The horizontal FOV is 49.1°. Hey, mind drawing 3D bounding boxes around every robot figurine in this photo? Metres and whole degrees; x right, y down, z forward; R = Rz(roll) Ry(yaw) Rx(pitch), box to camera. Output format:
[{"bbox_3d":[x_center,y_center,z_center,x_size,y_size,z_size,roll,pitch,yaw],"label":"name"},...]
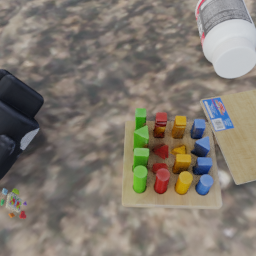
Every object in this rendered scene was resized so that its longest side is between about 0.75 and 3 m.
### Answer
[{"bbox_3d":[-3.235,0.147,6.208,1.842,2.218,2.952,36,86,-5],"label":"robot figurine"}]

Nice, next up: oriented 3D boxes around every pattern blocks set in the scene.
[{"bbox_3d":[-2.506,1.658,6.198,0.061,0.756,0.665,-21,58,15],"label":"pattern blocks set"}]

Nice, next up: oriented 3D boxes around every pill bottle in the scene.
[{"bbox_3d":[2.963,-2.867,8.442,1.530,1.530,2.764,1,54,0],"label":"pill bottle"}]

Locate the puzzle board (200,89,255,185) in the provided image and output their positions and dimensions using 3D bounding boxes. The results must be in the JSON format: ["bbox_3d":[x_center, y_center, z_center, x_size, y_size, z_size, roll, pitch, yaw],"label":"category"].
[{"bbox_3d":[3.167,0.139,7.416,1.848,0.213,2.452,-11,64,-11],"label":"puzzle board"}]

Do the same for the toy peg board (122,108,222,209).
[{"bbox_3d":[1.040,0.608,6.695,2.314,1.136,2.323,1,58,2],"label":"toy peg board"}]
